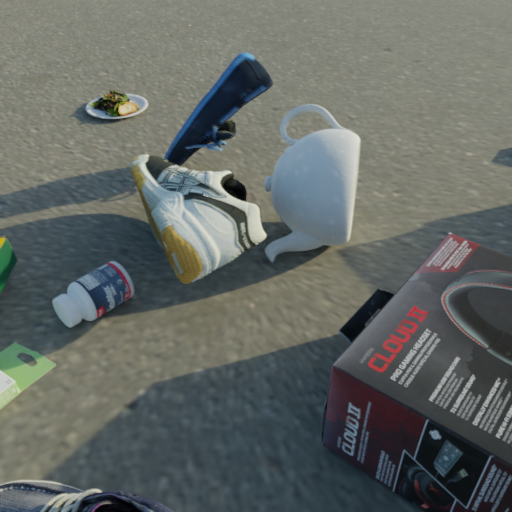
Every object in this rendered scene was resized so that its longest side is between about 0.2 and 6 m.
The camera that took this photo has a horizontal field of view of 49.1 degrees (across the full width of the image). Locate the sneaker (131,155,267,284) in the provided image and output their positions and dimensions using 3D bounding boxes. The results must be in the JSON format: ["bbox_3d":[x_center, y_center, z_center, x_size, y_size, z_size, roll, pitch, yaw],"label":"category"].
[{"bbox_3d":[-0.905,-0.752,8.420,1.466,1.265,3.344,-24,36,-12],"label":"sneaker"}]

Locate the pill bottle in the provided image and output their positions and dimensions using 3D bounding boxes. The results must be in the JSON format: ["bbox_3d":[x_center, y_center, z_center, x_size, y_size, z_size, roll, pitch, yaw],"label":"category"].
[{"bbox_3d":[-2.219,0.541,7.629,0.582,0.582,0.972,30,48,33],"label":"pill bottle"}]

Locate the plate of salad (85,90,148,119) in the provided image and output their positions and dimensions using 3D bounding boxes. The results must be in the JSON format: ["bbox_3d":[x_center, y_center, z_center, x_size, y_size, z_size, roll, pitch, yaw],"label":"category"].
[{"bbox_3d":[-3.238,-3.542,12.979,1.421,0.341,1.421,-1,39,0],"label":"plate of salad"}]

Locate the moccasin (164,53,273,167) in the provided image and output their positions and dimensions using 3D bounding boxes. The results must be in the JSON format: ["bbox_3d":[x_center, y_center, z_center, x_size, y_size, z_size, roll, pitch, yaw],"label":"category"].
[{"bbox_3d":[-0.725,-2.423,10.187,0.885,2.595,1.044,37,35,-16],"label":"moccasin"}]

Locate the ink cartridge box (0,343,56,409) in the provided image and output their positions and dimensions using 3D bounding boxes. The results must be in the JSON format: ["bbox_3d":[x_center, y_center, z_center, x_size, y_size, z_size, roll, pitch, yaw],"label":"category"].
[{"bbox_3d":[-3.130,1.431,6.779,0.793,0.261,1.090,23,46,27],"label":"ink cartridge box"}]

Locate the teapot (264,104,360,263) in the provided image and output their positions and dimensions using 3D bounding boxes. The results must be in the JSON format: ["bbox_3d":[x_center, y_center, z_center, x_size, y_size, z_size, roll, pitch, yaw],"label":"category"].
[{"bbox_3d":[0.836,-1.120,8.698,1.412,1.908,1.934,7,36,11],"label":"teapot"}]

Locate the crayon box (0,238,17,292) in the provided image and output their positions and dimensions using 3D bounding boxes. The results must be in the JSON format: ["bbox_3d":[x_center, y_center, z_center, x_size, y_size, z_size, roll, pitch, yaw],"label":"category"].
[{"bbox_3d":[-4.321,0.411,7.668,1.600,0.466,1.380,-7,38,4],"label":"crayon box"}]

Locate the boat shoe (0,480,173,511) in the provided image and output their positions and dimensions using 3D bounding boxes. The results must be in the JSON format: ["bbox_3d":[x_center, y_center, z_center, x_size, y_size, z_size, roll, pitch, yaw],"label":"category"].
[{"bbox_3d":[-1.577,2.346,4.939,2.321,1.076,0.867,11,40,13],"label":"boat shoe"}]

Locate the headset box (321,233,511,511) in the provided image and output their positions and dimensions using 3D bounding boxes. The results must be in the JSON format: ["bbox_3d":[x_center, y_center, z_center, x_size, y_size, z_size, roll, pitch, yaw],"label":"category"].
[{"bbox_3d":[2.680,1.445,5.796,3.763,1.411,2.797,27,46,30],"label":"headset box"}]
